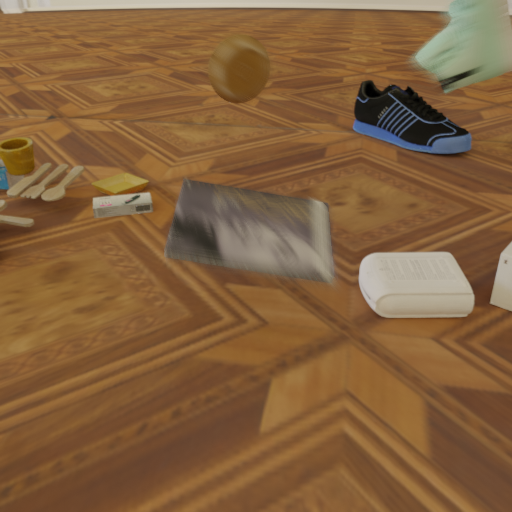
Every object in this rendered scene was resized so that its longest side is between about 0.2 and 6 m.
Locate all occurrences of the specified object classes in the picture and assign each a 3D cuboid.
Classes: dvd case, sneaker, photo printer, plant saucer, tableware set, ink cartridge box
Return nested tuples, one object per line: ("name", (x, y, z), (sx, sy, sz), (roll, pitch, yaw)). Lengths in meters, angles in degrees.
("dvd case", (-0.035, -0.329, 6.494), (1.843, 0.147, 1.370), (10, 41, -4))
("sneaker", (3.735, -3.419, 13.658), (1.155, 1.283, 3.293), (-25, 38, -38))
("photo printer", (2.148, 0.388, 7.787), (1.394, 0.484, 1.160), (-1, 31, 0))
("plant saucer", (-0.285, -3.672, 11.105), (1.324, 1.324, 0.234), (-12, 31, -20))
("tableware set", (-5.251, -0.954, 9.495), (3.097, 0.706, 4.598), (7, 36, 12))
("ink cartridge box", (-2.525, -1.045, 10.573), (1.063, 0.232, 0.923), (-7, 32, -13))
("ink cartridge box", (-5.525, -1.691, 11.527), (1.197, 0.399, 0.693), (3, 30, 5))
("sneaker", (3.003, -3.540, 8.460), (1.357, 2.301, 0.847), (-23, 34, 16))
("plant saucer", (-2.694, -1.377, 11.148), (0.833, 0.202, 0.833), (22, 36, 38))

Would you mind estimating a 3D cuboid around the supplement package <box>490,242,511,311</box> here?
("supplement package", (3.971, 0.178, 7.796), (0.849, 0.838, 1.400), (23, 37, 34))
